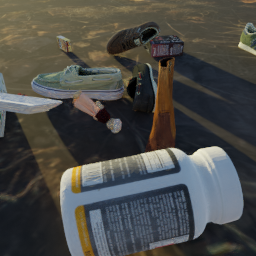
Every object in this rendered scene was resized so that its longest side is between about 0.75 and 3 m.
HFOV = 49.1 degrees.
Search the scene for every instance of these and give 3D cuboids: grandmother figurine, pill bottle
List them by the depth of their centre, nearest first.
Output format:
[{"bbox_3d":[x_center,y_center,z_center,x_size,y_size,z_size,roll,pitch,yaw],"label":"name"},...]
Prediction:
[{"bbox_3d":[0.310,1.055,4.161,2.379,1.384,1.384,-11,34,-4],"label":"pill bottle"},{"bbox_3d":[-0.716,-0.347,6.707,1.331,0.807,0.403,36,76,3],"label":"grandmother figurine"}]

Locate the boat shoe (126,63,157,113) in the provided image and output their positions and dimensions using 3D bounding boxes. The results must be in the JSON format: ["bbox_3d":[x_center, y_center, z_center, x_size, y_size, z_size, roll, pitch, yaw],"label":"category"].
[{"bbox_3d":[0.349,-1.308,8.392,0.752,0.878,2.399,4,37,-9],"label":"boat shoe"}]

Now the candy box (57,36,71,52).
[{"bbox_3d":[-2.829,-3.721,12.382,0.241,0.503,0.872,-24,40,-31],"label":"candy box"}]

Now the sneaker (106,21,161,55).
[{"bbox_3d":[0.197,-3.661,11.448,2.368,0.834,0.894,-27,34,4],"label":"sneaker"}]

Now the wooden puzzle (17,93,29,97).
[{"bbox_3d":[-3.274,-0.879,8.499,0.804,0.056,0.477,24,40,31],"label":"wooden puzzle"}]

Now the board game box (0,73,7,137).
[{"bbox_3d":[-4.273,-0.585,7.398,1.837,0.800,2.489,-10,34,-14],"label":"board game box"}]

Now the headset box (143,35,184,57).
[{"bbox_3d":[1.449,-3.521,11.998,1.568,0.588,1.165,-6,34,-9],"label":"headset box"}]

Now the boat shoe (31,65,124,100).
[{"bbox_3d":[-1.552,-1.493,8.647,2.929,0.909,1.054,3,34,5],"label":"boat shoe"}]

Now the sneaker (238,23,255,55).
[{"bbox_3d":[5.712,-3.637,11.662,0.861,1.153,2.568,-15,36,-21],"label":"sneaker"}]

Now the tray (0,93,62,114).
[{"bbox_3d":[-2.665,-0.568,6.146,2.155,0.239,1.157,9,11,17],"label":"tray"}]

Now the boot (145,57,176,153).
[{"bbox_3d":[0.767,-0.282,5.715,0.685,2.001,1.884,10,31,15],"label":"boot"}]
